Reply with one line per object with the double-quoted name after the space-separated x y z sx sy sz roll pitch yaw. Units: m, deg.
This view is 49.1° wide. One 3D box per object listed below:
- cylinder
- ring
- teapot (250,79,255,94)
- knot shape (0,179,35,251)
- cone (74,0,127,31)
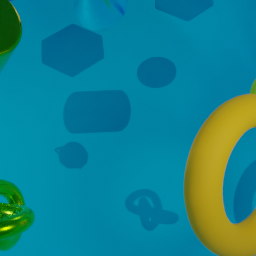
-2.565 -1.463 4.554 1.288 1.288 1.288 15 65 -35 "cylinder"
1.518 0.606 3.510 2.060 0.412 2.060 -4 97 -32 "ring"
2.566 -0.683 4.316 1.276 1.005 2.052 -5 46 13 "teapot"
-1.426 0.837 2.880 0.567 1.148 1.227 -48 120 -17 "knot shape"
-0.633 -2.539 5.088 1.099 1.103 1.099 -1 82 9 "cone"
